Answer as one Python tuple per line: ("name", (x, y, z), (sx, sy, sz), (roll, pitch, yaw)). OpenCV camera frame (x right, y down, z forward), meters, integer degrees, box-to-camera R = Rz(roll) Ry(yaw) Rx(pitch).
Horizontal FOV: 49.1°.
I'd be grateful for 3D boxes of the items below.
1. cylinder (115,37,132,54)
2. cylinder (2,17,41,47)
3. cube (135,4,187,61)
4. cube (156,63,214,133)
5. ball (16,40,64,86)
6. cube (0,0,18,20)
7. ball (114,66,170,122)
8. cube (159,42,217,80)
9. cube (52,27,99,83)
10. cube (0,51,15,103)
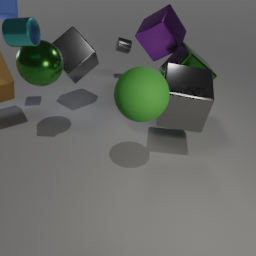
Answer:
("cylinder", (-0.233, -4.277, 14.534), (0.700, 0.700, 0.700), (11, 28, -16))
("cylinder", (-2.709, -2.441, 7.155), (0.700, 0.700, 0.700), (1, 31, 10))
("cube", (1.386, -3.909, 11.607), (1.400, 1.400, 1.400), (-16, 38, 39))
("cube", (1.688, -0.902, 8.445), (1.400, 1.400, 1.400), (9, 49, 3))
("ball", (-2.705, -1.994, 8.634), (1.400, 1.400, 1.400), (0, 31, 0))
("cube", (-4.085, -4.046, 9.315), (0.700, 0.700, 0.700), (-3, 4, -13))
("ball", (0.345, -0.846, 7.099), (1.400, 1.400, 1.400), (0, 31, 0))
("cube", (2.230, -2.122, 10.663), (1.400, 1.400, 1.400), (34, 26, -21))
("cube", (-2.203, -2.920, 11.420), (1.400, 1.400, 1.400), (-41, -5, -3))
("cube", (-5.039, -1.740, 10.081), (1.400, 1.400, 1.400), (-23, 80, -26))
